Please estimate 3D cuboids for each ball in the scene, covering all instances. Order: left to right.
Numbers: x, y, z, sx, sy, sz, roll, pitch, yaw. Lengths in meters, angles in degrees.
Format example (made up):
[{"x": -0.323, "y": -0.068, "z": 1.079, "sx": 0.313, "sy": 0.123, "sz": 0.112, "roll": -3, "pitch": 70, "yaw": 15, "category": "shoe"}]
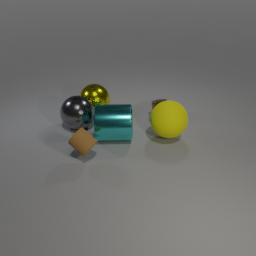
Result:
[{"x": -2.055, "y": -0.628, "z": 11.433, "sx": 1.400, "sy": 1.400, "sz": 1.400, "roll": 0, "pitch": 29, "yaw": 0, "category": "ball"}, {"x": -1.500, "y": -1.292, "z": 12.607, "sx": 1.400, "sy": 1.400, "sz": 1.400, "roll": 0, "pitch": 29, "yaw": 0, "category": "ball"}, {"x": 1.528, "y": -0.325, "z": 10.476, "sx": 1.400, "sy": 1.400, "sz": 1.400, "roll": 0, "pitch": 29, "yaw": 0, "category": "ball"}]

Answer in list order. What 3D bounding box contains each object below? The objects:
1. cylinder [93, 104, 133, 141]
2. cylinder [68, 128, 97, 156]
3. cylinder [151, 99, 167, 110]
[{"x": -0.546, "y": -0.204, "z": 10.664, "sx": 1.400, "sy": 1.400, "sz": 1.400, "roll": -1, "pitch": 29, "yaw": -1, "category": "cylinder"}, {"x": -1.514, "y": 0.464, "z": 9.376, "sx": 0.700, "sy": 0.700, "sz": 0.700, "roll": 41, "pitch": 37, "yaw": 0, "category": "cylinder"}, {"x": 1.414, "y": -0.861, "z": 12.318, "sx": 0.700, "sy": 0.700, "sz": 0.700, "roll": -9, "pitch": 17, "yaw": 3, "category": "cylinder"}]
